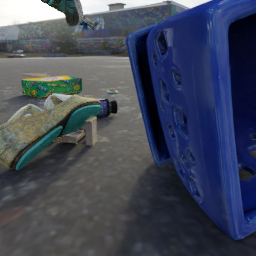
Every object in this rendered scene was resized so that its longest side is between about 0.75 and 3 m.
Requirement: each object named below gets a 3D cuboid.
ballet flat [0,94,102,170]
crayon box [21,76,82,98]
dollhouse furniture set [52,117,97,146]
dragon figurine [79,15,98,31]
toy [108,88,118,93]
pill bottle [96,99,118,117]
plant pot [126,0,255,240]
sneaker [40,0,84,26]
[{"bbox_3d":[-1.577,-0.204,5.780,1.006,1.006,2.846,8,28,26],"label":"ballet flat"},{"bbox_3d":[-3.332,-1.868,12.412,1.337,0.656,2.252,15,23,41],"label":"crayon box"},{"bbox_3d":[-1.332,0.000,6.449,1.281,0.567,0.664,3,17,11],"label":"dollhouse furniture set"},{"bbox_3d":[-1.266,-3.025,8.171,0.900,0.447,0.265,7,61,45],"label":"dragon figurine"},{"bbox_3d":[-0.701,-1.742,12.848,0.447,0.183,0.776,-2,17,-9],"label":"toy"},{"bbox_3d":[-0.825,-0.613,8.520,0.957,0.535,0.535,-4,17,-16],"label":"pill bottle"},{"bbox_3d":[1.526,-0.562,4.020,2.607,2.607,2.344,-23,22,-19],"label":"plant pot"},{"bbox_3d":[-1.658,-3.157,6.713,0.934,0.794,2.047,-29,-16,-12],"label":"sneaker"}]
